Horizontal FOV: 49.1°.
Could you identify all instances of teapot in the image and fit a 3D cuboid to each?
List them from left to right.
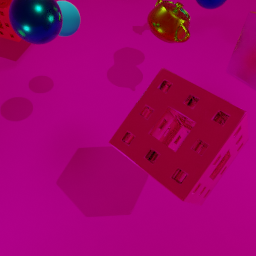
[{"bbox_3d":[1.049,-2.750,6.992,1.105,0.870,1.776,-3,54,-34],"label":"teapot"}]

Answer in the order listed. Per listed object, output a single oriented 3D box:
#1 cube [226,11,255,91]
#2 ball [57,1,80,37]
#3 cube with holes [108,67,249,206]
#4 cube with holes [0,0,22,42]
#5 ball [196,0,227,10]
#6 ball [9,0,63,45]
[{"bbox_3d":[2.765,-1.301,5.063,1.193,1.193,1.193,6,27,-17],"label":"cube"},{"bbox_3d":[-1.457,-2.461,6.331,0.754,0.754,0.754,0,57,0],"label":"ball"},{"bbox_3d":[0.835,0.193,4.271,1.337,1.337,1.337,36,90,29],"label":"cube with holes"},{"bbox_3d":[-3.712,-3.597,8.629,1.156,1.156,1.156,18,59,13],"label":"cube with holes"},{"bbox_3d":[2.602,-4.261,8.640,1.115,1.115,1.115,0,57,0],"label":"ball"},{"bbox_3d":[-1.613,-1.942,4.940,0.907,0.907,0.907,0,57,0],"label":"ball"}]
